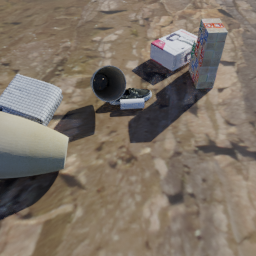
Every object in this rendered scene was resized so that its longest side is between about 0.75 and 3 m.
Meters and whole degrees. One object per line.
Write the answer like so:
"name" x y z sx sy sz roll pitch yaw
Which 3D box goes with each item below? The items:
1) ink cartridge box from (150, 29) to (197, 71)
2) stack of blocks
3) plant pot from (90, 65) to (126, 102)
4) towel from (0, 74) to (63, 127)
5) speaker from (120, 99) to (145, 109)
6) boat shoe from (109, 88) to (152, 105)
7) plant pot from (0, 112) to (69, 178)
"ink cartridge box" 2.491 -3.995 14.181 2.257 0.952 1.634 -32 53 -27
"stack of blocks" 3.401 -3.279 12.227 0.804 2.745 1.581 -3 47 -3
"plant pot" -0.969 -1.799 11.202 1.376 1.376 1.469 -19 18 -18
"towel" -3.868 -1.004 11.101 2.121 0.908 1.757 17 59 8
"speaker" 0.176 -1.001 11.645 1.012 0.411 0.411 -4 46 -4
"boat shoe" 0.099 -1.424 11.959 1.926 0.545 0.661 -11 47 -10
"plant pot" -3.134 0.660 9.020 2.286 2.141 2.141 7 45 -11
